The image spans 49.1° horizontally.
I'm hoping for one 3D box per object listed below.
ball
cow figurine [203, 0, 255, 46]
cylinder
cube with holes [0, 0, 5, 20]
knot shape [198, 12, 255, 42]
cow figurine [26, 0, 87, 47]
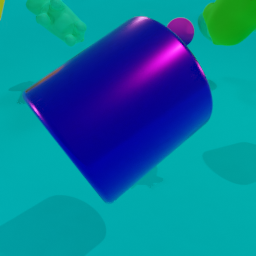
[{"bbox_3d":[1.552,-2.856,8.429,0.872,0.872,0.872,0,33,0],"label":"ball"},{"bbox_3d":[1.724,-1.674,3.775,0.903,1.645,1.619,23,45,-16],"label":"cow figurine"},{"bbox_3d":[-0.092,-0.169,2.659,1.257,1.257,1.257,-38,44,-13],"label":"cylinder"},{"bbox_3d":[-3.649,-3.057,6.160,1.239,1.239,1.239,-11,65,22],"label":"cube with holes"},{"bbox_3d":[3.005,-3.015,7.883,1.801,0.889,1.925,-6,4,1],"label":"knot shape"},{"bbox_3d":[-1.809,-2.818,7.200,1.692,0.929,1.665,39,8,-18],"label":"cow figurine"}]
